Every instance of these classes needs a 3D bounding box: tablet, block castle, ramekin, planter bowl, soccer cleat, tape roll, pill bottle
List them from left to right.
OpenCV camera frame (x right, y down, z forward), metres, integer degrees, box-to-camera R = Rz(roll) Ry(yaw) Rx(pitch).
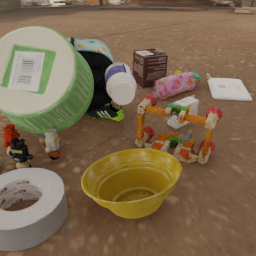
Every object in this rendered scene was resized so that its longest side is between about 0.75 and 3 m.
[{"bbox_3d":[-2.182,1.583,5.780,1.796,0.593,1.796,0,28,0],"label":"tape roll"},{"bbox_3d":[-2.364,-1.286,7.404,2.730,2.730,1.334,3,-12,5],"label":"ramekin"},{"bbox_3d":[-0.821,-0.589,9.707,1.441,0.584,0.487,7,30,13],"label":"soccer cleat"},{"bbox_3d":[-0.222,-1.334,8.519,0.916,0.916,1.530,-3,30,-5],"label":"pill bottle"},{"bbox_3d":[0.122,1.273,5.922,2.073,0.863,2.073,-8,22,3],"label":"planter bowl"},{"bbox_3d":[1.348,-0.015,7.758,2.217,1.482,1.040,13,31,20],"label":"block castle"},{"bbox_3d":[4.362,-1.735,12.226,1.560,0.164,2.397,4,29,7],"label":"tablet"}]

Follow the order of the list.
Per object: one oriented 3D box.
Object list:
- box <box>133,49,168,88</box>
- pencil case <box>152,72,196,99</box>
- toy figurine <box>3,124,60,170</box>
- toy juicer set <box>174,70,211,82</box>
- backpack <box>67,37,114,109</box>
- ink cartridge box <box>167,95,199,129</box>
[{"bbox_3d":[0.970,-2.728,12.691,1.176,1.432,1.188,-12,32,-21],"label":"box"},{"bbox_3d":[1.941,-1.778,11.660,1.935,0.846,0.846,-22,36,-33],"label":"pencil case"},{"bbox_3d":[-2.543,0.443,7.490,1.362,0.962,1.383,-18,32,-31],"label":"toy figurine"},{"bbox_3d":[3.024,-2.194,12.623,1.780,0.484,1.132,14,3,39],"label":"toy juicer set"},{"bbox_3d":[-1.898,-1.941,10.085,2.987,2.626,2.290,2,32,-5],"label":"backpack"},{"bbox_3d":[1.955,-0.570,9.487,1.318,0.759,0.447,-22,37,-34],"label":"ink cartridge box"}]
